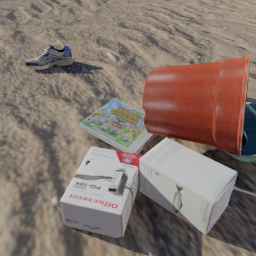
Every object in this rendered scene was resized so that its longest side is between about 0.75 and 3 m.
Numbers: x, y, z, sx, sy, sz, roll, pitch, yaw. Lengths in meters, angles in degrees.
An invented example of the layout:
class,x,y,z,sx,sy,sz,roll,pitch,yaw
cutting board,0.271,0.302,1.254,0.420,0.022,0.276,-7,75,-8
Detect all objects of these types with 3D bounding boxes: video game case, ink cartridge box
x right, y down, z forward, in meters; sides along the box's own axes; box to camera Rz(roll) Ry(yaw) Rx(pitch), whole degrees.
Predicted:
class,x,y,z,sx,sy,sz,roll,pitch,yaw
video game case,-0.164,-0.112,9.789,2.280,0.251,2.075,27,43,22
ink cartridge box,-0.586,1.530,7.192,1.534,0.866,2.090,9,36,11

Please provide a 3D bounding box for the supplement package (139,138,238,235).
class,x,y,z,sx,sy,sz,roll,pitch,yaw
supplement package,1.442,1.382,7.110,2.093,1.224,1.228,27,44,33

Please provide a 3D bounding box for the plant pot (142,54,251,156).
class,x,y,z,sx,sy,sz,roll,pitch,yaw
plant pot,1.927,-0.705,7.910,2.611,2.685,2.685,6,35,22

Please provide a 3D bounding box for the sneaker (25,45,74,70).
class,x,y,z,sx,sy,sz,roll,pitch,yaw
sneaker,-4.076,-3.718,14.376,2.484,1.058,0.957,-17,39,-21

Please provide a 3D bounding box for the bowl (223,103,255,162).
class,x,y,z,sx,sy,sz,roll,pitch,yaw
bowl,3.649,0.274,8.529,1.909,0.998,1.909,-16,49,19

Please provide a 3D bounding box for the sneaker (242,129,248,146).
class,x,y,z,sx,sy,sz,roll,pitch,yaw
sneaker,2.733,0.029,8.098,0.690,0.536,1.533,-22,52,-14

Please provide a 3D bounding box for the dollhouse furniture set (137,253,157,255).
class,x,y,z,sx,sy,sz,roll,pitch,yaw
dollhouse furniture set,0.413,3.019,5.762,0.766,0.624,0.728,-44,44,1
